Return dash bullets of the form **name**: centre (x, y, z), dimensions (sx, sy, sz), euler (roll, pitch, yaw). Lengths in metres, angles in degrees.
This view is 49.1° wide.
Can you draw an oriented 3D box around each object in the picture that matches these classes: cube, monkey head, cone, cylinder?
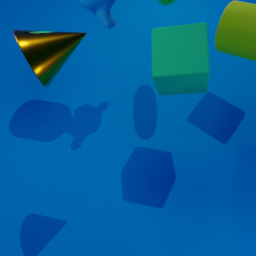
- **cube**: centre (1.069, -1.343, 5.691), dimensions (1.049, 1.049, 1.049), euler (-2, 77, 13)
- **monkey head**: centre (-0.521, -3.031, 6.410), dimensions (1.248, 1.046, 1.735), euler (52, 37, -6)
- **cone**: centre (-1.064, -1.261, 4.324), dimensions (0.957, 0.953, 0.953), euler (-27, 59, -4)
- **cylinder**: centre (3.059, -2.417, 7.053), dimensions (1.281, 1.281, 1.281), euler (26, 59, 28)

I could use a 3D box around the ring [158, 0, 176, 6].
- **ring**: centre (1.198, -3.790, 6.464), dimensions (0.379, 1.895, 1.895), euler (18, 55, -15)
